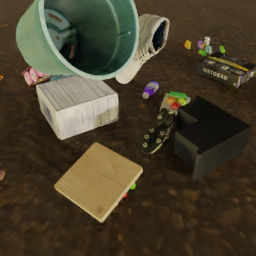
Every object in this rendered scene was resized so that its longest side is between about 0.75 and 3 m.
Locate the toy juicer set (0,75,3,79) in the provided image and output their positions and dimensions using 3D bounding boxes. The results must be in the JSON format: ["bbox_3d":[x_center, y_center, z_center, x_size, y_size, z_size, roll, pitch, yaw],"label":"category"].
[{"bbox_3d":[-6.086,-2.231,12.735,0.514,0.220,0.807,33,42,11],"label":"toy juicer set"}]

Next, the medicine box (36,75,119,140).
[{"bbox_3d":[-1.820,-0.910,10.163,2.292,1.180,2.088,-19,41,-25],"label":"medicine box"}]

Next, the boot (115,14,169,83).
[{"bbox_3d":[0.442,-2.476,8.948,0.881,2.394,1.144,16,10,-40],"label":"boot"}]

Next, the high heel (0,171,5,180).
[{"bbox_3d":[-3.894,1.496,7.632,0.568,0.399,1.185,12,33,-1],"label":"high heel"}]

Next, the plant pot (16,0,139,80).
[{"bbox_3d":[-1.722,-2.800,8.258,2.986,2.986,2.925,-31,21,-34],"label":"plant pot"}]

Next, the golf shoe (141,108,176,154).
[{"bbox_3d":[1.097,0.202,9.157,0.696,0.794,1.804,20,65,35],"label":"golf shoe"}]

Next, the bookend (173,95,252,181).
[{"bbox_3d":[2.155,0.184,8.852,2.269,1.045,2.254,-23,43,-27],"label":"bookend"}]

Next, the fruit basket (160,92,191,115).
[{"bbox_3d":[1.832,-0.893,10.840,1.026,0.519,1.108,11,54,14],"label":"fruit basket"}]

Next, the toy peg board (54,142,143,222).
[{"bbox_3d":[-0.706,1.515,7.511,1.691,0.827,1.684,25,60,31],"label":"toy peg board"}]

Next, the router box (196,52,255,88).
[{"bbox_3d":[4.601,-2.774,13.092,1.742,0.579,2.216,-29,46,-33],"label":"router box"}]

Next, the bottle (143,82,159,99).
[{"bbox_3d":[0.924,-1.585,11.742,0.440,0.344,1.053,17,41,21],"label":"bottle"}]

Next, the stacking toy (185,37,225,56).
[{"bbox_3d":[4.214,-4.428,15.437,1.421,0.443,1.885,-16,42,-17],"label":"stacking toy"}]

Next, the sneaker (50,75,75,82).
[{"bbox_3d":[-2.684,-2.157,12.179,1.208,0.736,1.851,11,38,12],"label":"sneaker"}]

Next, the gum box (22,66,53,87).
[{"bbox_3d":[-3.565,-2.448,11.878,1.168,0.680,2.057,-34,15,-36],"label":"gum box"}]
